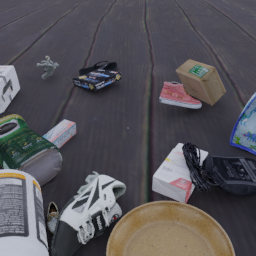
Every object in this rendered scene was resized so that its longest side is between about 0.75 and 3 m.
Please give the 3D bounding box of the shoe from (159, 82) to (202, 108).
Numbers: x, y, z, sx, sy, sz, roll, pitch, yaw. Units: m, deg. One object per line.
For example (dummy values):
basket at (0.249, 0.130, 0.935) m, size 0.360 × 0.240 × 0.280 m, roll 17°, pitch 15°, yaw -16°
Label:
shoe at (2.083, -1.261, 10.641) m, size 1.759 × 0.800 × 0.628 m, roll 7°, pitch 18°, yaw -16°

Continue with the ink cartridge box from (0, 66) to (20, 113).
ink cartridge box at (-5.834, -1.404, 11.071) m, size 2.083 × 1.176 × 2.839 m, roll -1°, pitch 35°, yaw 0°

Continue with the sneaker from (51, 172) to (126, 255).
sneaker at (-0.781, 1.981, 6.394) m, size 1.125 × 0.942 × 2.543 m, roll 9°, pitch 36°, yaw 17°

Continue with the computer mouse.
computer mouse at (2.654, 1.254, 7.497) m, size 2.509 × 0.661 × 1.738 m, roll 9°, pitch 35°, yaw -10°

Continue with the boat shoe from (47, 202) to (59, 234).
boat shoe at (-1.808, 2.149, 6.733) m, size 0.309 × 0.283 × 0.827 m, roll -12°, pitch 36°, yaw -16°

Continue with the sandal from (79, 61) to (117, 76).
sandal at (-1.437, -3.028, 14.082) m, size 2.115 × 0.453 × 0.804 m, roll -20°, pitch 39°, yaw -27°

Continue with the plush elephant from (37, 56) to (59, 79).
plush elephant at (-3.811, -2.947, 13.308) m, size 0.982 × 0.809 × 0.760 m, roll -28°, pitch 38°, yaw -7°

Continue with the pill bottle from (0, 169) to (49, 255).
pill bottle at (-2.405, 2.218, 5.474) m, size 1.589 × 1.589 × 2.730 m, roll -11°, pitch 35°, yaw -15°

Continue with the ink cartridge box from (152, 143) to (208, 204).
ink cartridge box at (1.505, 1.199, 7.855) m, size 0.992 × 0.575 × 1.704 m, roll 19°, pitch 41°, yaw 26°

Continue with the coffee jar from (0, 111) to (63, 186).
coffee jar at (-3.253, 0.559, 8.219) m, size 1.458 × 1.193 × 2.796 m, roll -34°, pitch 47°, yaw -29°

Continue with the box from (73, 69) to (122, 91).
box at (-1.410, -2.235, 12.790) m, size 1.633 × 0.406 × 1.620 m, roll 20°, pitch 40°, yaw 42°

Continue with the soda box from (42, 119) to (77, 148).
soda box at (-2.324, 0.286, 9.283) m, size 0.494 × 0.459 × 1.443 m, roll 16°, pitch 37°, yaw 22°

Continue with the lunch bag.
lunch bag at (4.420, -0.553, 8.866) m, size 1.469 × 2.305 × 1.960 m, roll 24°, pitch 40°, yaw 31°

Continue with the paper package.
paper package at (2.896, -1.845, 11.203) m, size 0.823 × 1.517 × 1.591 m, roll -44°, pitch 37°, yaw -2°

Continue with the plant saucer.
plant saucer at (0.844, 2.628, 5.790) m, size 2.562 × 0.454 × 2.562 m, roll -3°, pitch 33°, yaw 2°
